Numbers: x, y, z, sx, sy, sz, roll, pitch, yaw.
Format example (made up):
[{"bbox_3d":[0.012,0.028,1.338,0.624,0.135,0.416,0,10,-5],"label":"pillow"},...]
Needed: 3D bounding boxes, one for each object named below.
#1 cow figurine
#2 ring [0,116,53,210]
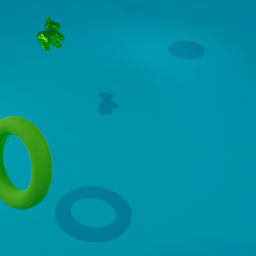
[{"bbox_3d":[-2.144,-2.546,7.557,0.946,0.528,0.961,46,43,9],"label":"cow figurine"},{"bbox_3d":[-2.082,0.654,5.230,1.763,1.763,0.353,33,22,25],"label":"ring"}]
